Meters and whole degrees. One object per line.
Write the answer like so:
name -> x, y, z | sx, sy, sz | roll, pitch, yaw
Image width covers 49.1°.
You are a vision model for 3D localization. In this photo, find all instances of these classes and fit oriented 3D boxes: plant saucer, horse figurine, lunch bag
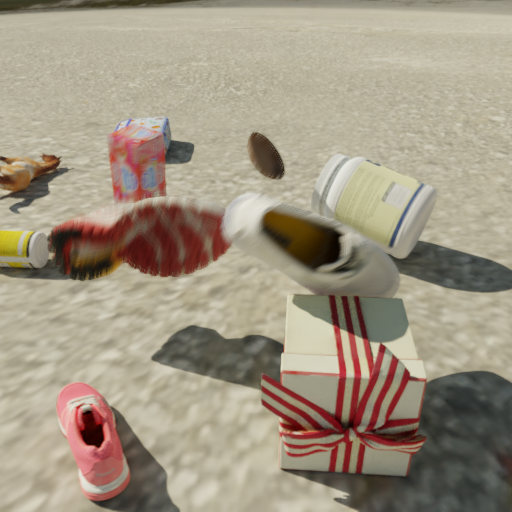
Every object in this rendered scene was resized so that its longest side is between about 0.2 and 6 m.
plant saucer -> 0.135, -1.698, 9.709 | 0.170, 0.932, 0.932 | -30, 15, 31
horse figurine -> -5.765, -2.022, 13.115 | 1.656, 0.624, 2.498 | 16, 21, -6
lunch bag -> -3.163, -3.221, 15.253 | 1.580, 0.745, 1.972 | -2, 29, 0

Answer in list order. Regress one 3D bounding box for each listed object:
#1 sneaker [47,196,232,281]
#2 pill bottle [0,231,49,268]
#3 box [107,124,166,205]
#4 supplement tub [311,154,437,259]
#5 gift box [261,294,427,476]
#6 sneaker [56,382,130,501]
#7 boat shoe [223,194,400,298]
sneaker -> -1.477, -0.375, 7.516 | 2.689, 1.047, 1.105 | -2, 23, 24
pill bottle -> -4.355, -0.124, 9.938 | 1.172, 0.652, 0.652 | 2, 30, 4
box -> -2.439, -1.757, 11.581 | 0.837, 1.679, 0.802 | 23, 40, 24
supplement tub -> 2.097, -0.939, 10.097 | 1.910, 1.385, 1.385 | 28, 38, 20
gift box -> 0.931, 1.375, 6.275 | 1.651, 1.790, 1.671 | -2, 31, 6
sneaker -> -1.867, 1.872, 6.365 | 0.642, 0.755, 1.742 | -16, 33, -25
boat shoe -> 0.875, 0.006, 6.625 | 2.589, 0.918, 0.904 | 28, -4, -28
